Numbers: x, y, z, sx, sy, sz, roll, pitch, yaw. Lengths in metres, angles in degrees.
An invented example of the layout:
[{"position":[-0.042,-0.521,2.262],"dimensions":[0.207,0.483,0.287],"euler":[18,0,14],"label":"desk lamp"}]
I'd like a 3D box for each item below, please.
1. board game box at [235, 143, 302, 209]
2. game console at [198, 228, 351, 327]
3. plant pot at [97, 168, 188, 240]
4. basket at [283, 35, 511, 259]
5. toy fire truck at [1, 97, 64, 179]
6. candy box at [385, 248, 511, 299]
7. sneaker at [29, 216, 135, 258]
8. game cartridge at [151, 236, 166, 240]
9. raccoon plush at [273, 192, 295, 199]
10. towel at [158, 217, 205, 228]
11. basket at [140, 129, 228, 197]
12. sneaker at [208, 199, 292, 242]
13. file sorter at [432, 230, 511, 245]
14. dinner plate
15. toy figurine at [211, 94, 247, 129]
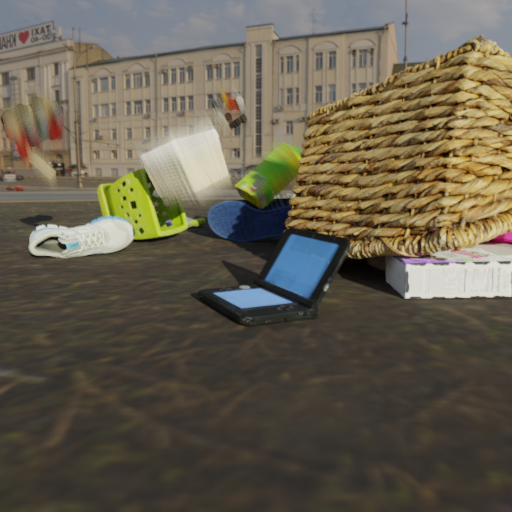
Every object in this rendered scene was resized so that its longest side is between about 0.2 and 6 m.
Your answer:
[{"position":[0.382,-1.891,13.078],"dimensions":[1.632,0.389,0.829],"euler":[-44,46,-14],"label":"board game box"},{"position":[0.159,0.191,6.830],"dimensions":[1.385,0.917,1.575],"euler":[-4,9,-25],"label":"game console"},{"position":[-2.781,-1.168,13.463],"dimensions":[1.487,1.631,1.639],"euler":[-12,5,18],"label":"plant pot"},{"position":[2.788,-0.992,9.425],"dimensions":[2.997,3.129,4.200],"euler":[20,-15,-30],"label":"basket"},{"position":[-4.321,-2.336,11.231],"dimensions":[0.838,1.302,1.146],"euler":[23,43,16],"label":"toy fire truck"},{"position":[2.641,0.228,7.847],"dimensions":[1.417,0.507,1.188],"euler":[-2,9,0],"label":"candy box"},{"position":[-3.385,-0.259,10.873],"dimensions":[2.047,0.767,0.887],"euler":[-10,16,-8],"label":"sneaker"},{"position":[-2.624,-0.495,14.077],"dimensions":[0.533,0.098,0.605],"euler":[3,11,17],"label":"game cartridge"},{"position":[0.884,-1.626,18.432],"dimensions":[1.678,1.211,2.504],"euler":[5,6,-24],"label":"raccoon plush"},{"position":[-3.141,-1.015,16.767],"dimensions":[2.849,0.324,2.046],"euler":[-4,9,-23],"label":"towel"},{"position":[-1.455,-1.854,11.419],"dimensions":[1.075,0.978,1.586],"euler":[-34,22,-33],"label":"basket"},{"position":[0.302,-0.884,13.477],"dimensions":[2.924,1.025,1.139],"euler":[4,9,27],"label":"sneaker"},{"position":[4.462,-1.159,11.596],"dimensions":[1.936,1.748,2.787],"euler":[5,1,-36],"label":"file sorter"},{"position":[3.621,0.005,10.021],"dimensions":[3.217,0.390,3.217],"euler":[0,10,0],"label":"dinner plate"},{"position":[-0.539,-2.953,11.423],"dimensions":[0.629,0.639,0.445],"euler":[0,-11,-46],"label":"toy figurine"}]
